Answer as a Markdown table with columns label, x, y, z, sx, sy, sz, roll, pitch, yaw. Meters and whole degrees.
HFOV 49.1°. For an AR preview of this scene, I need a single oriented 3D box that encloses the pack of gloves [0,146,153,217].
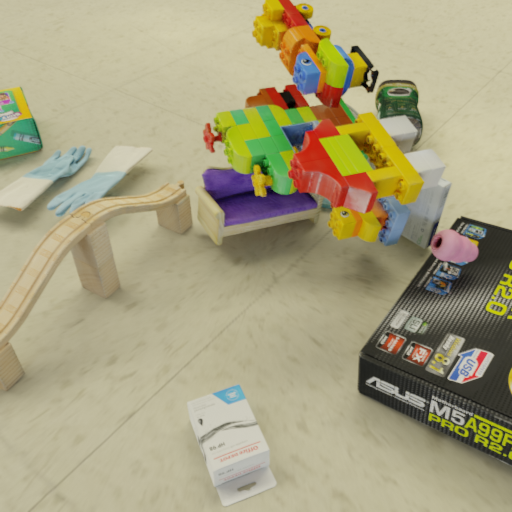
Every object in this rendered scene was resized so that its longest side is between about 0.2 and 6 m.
| label | x | y | z | sx | sy | sz | roll | pitch | yaw |
| --- | --- | --- | --- | --- | --- | --- | --- | --- | --- |
| pack of gloves | -3.480 | -1.366 | 10.768 | 2.154 | 0.506 | 2.564 | 6 | 38 | 20 |

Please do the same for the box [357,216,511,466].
| label | x | y | z | sx | sy | sz | roll | pitch | yaw |
| --- | --- | --- | --- | --- | --- | --- | --- | --- | --- |
| box | 3.441 | 1.000 | 7.565 | 2.849 | 0.787 | 3.556 | 21 | 46 | 31 |

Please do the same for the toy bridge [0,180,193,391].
| label | x | y | z | sx | sy | sz | roll | pitch | yaw |
| --- | --- | --- | --- | --- | --- | --- | --- | --- | --- |
| toy bridge | -2.439 | -0.029 | 8.420 | 0.589 | 1.456 | 4.331 | 22 | 48 | 23 |

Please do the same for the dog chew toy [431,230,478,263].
| label | x | y | z | sx | sy | sz | roll | pitch | yaw |
| --- | --- | --- | --- | --- | --- | --- | --- | --- | --- |
| dog chew toy | 2.762 | -0.105 | 7.718 | 0.700 | 0.436 | 0.436 | 14 | 38 | -22 |

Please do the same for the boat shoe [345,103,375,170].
| label | x | y | z | sx | sy | sz | roll | pitch | yaw |
| --- | --- | --- | --- | --- | --- | --- | --- | --- | --- |
| boat shoe | 1.875 | -2.136 | 10.560 | 0.671 | 1.793 | 0.554 | -49 | 19 | -7 |

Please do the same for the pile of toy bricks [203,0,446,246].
| label | x | y | z | sx | sy | sz | roll | pitch | yaw |
| --- | --- | --- | --- | --- | --- | --- | --- | --- | --- |
| pile of toy bricks | 0.427 | -2.011 | 9.180 | 2.520 | 2.832 | 5.105 | -13 | 54 | -17 |

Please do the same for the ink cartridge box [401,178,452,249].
| label | x | y | z | sx | sy | sz | roll | pitch | yaw |
| --- | --- | --- | --- | --- | --- | --- | --- | --- | --- |
| ink cartridge box | 2.545 | -0.933 | 9.438 | 0.257 | 1.266 | 1.268 | -28 | 49 | -33 |

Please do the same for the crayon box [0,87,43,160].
| label | x | y | z | sx | sy | sz | roll | pitch | yaw |
| --- | --- | --- | --- | --- | --- | --- | --- | --- | --- |
| crayon box | -6.058 | -2.608 | 11.702 | 2.729 | 0.795 | 1.621 | -18 | 46 | -19 |

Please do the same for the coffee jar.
| label | x | y | z | sx | sy | sz | roll | pitch | yaw |
| --- | --- | --- | --- | --- | --- | --- | --- | --- | --- |
| coffee jar | 3.109 | -3.171 | 12.314 | 0.978 | 0.801 | 1.876 | 4 | 43 | 9 |

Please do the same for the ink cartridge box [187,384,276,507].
| label | x | y | z | sx | sy | sz | roll | pitch | yaw |
| --- | --- | --- | --- | --- | --- | --- | --- | --- | --- |
| ink cartridge box | -0.294 | 2.232 | 6.710 | 0.716 | 0.413 | 1.237 | -16 | 45 | -17 |

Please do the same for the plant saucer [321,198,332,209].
| label | x | y | z | sx | sy | sz | roll | pitch | yaw |
| --- | --- | --- | --- | --- | --- | --- | --- | --- | --- |
| plant saucer | 1.463 | -1.529 | 10.985 | 0.649 | 0.176 | 1.858 | 11 | 45 | 11 |

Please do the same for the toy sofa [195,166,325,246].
| label | x | y | z | sx | sy | sz | roll | pitch | yaw |
| --- | --- | --- | --- | --- | --- | --- | --- | --- | --- |
| toy sofa | 0.094 | -1.008 | 9.616 | 2.132 | 1.040 | 0.883 | -13 | 43 | -25 |
